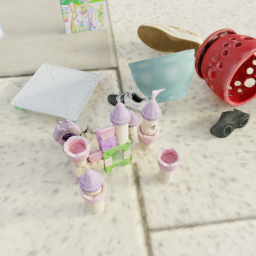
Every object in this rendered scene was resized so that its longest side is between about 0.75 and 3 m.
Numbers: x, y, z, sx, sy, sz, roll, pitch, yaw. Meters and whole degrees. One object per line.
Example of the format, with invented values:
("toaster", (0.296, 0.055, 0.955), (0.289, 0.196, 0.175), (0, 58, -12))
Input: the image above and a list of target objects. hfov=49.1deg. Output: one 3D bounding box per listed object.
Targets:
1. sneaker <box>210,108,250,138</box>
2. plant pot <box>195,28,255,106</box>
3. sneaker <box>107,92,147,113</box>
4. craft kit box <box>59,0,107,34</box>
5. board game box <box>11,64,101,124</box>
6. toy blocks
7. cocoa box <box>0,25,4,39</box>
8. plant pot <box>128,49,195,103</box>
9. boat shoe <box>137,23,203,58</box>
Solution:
("sneaker", (2.943, -0.167, 8.381), (1.456, 0.553, 0.661), (-21, 43, -25))
("plant pot", (3.278, -1.993, 8.930), (2.058, 2.058, 1.874), (-23, 45, -18))
("sneaker", (-0.016, -0.951, 8.930), (1.390, 0.615, 0.515), (15, 53, 14))
("craft kit box", (-1.823, -4.873, 11.491), (1.798, 1.820, 0.442), (-15, 51, -11))
("board game box", (-2.303, -1.207, 9.327), (2.236, 0.289, 2.236), (13, 51, 11))
("toy blocks", (-0.396, 0.171, 6.840), (2.562, 2.308, 2.742), (-20, 52, -16))
("cocoa box", (-5.558, -3.838, 11.430), (0.532, 0.541, 0.811), (10, 50, 8))
("plant pot", (1.100, -1.509, 8.482), (1.984, 1.330, 1.984), (-12, 13, 3))
("boat shoe", (1.673, -3.535, 10.974), (2.631, 0.970, 0.910), (21, 50, 6))
